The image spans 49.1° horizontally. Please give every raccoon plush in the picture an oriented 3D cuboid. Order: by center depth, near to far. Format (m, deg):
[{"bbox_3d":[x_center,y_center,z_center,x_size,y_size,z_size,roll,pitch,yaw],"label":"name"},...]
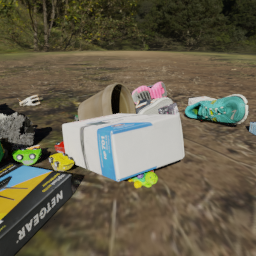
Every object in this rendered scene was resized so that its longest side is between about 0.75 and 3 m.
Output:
[{"bbox_3d":[-4.265,0.241,8.844,1.729,1.249,2.581,1,18,26],"label":"raccoon plush"}]

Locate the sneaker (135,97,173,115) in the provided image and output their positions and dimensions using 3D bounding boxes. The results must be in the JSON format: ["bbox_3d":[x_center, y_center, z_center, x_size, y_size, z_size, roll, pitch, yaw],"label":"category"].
[{"bbox_3d":[0.952,-0.840,12.055,0.952,0.941,2.398,21,28,38],"label":"sneaker"}]

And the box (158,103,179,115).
[{"bbox_3d":[1.711,-0.662,11.641,0.494,0.569,0.861,-13,7,37],"label":"box"}]

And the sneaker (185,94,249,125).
[{"bbox_3d":[3.426,-0.647,11.017,1.190,1.158,2.988,-8,3,-24],"label":"sneaker"}]

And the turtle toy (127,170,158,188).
[{"bbox_3d":[0.414,1.203,7.053,0.659,0.457,0.904,-12,23,-29],"label":"turtle toy"}]

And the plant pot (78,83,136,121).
[{"bbox_3d":[-0.859,-0.559,10.336,1.676,1.932,1.932,-9,15,25],"label":"plant pot"}]

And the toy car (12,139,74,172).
[{"bbox_3d":[-2.399,0.829,8.161,1.814,0.430,1.928,-2,19,-5],"label":"toy car"}]

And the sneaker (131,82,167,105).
[{"bbox_3d":[0.839,-1.652,14.559,1.346,1.115,2.822,-7,9,40],"label":"sneaker"}]

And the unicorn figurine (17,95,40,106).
[{"bbox_3d":[-5.026,-1.366,14.316,0.972,0.522,1.415,-17,9,-16],"label":"unicorn figurine"}]

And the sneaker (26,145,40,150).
[{"bbox_3d":[-3.043,0.756,8.594,0.774,0.299,0.303,-15,8,12],"label":"sneaker"}]

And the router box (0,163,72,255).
[{"bbox_3d":[-2.510,1.585,5.741,1.779,0.609,2.385,7,21,18],"label":"router box"}]

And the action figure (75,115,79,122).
[{"bbox_3d":[-1.598,-0.410,11.763,1.218,0.333,0.719,-1,17,-24],"label":"action figure"}]

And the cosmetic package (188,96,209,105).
[{"bbox_3d":[3.936,-1.215,13.951,1.123,0.385,1.489,-8,21,-29],"label":"cosmetic package"}]

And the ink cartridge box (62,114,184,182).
[{"bbox_3d":[-0.253,0.345,7.531,2.067,1.212,2.823,-13,12,-33],"label":"ink cartridge box"}]

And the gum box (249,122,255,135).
[{"bbox_3d":[5.574,0.222,9.836,1.652,0.433,1.945,-4,20,-10],"label":"gum box"}]

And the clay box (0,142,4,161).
[{"bbox_3d":[-4.805,0.934,6.795,2.923,0.696,1.679,1,38,0],"label":"clay box"}]
